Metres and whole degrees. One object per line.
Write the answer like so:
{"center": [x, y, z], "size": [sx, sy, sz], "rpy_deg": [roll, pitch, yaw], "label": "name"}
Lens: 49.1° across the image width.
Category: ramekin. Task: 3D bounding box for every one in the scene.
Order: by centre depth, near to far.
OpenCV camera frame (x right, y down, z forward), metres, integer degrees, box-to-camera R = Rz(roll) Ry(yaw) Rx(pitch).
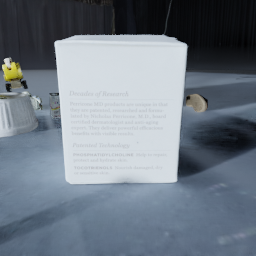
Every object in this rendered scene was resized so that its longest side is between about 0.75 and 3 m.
{"center": [-3.682, -0.437, 7.995], "size": [2.081, 0.969, 2.081], "rpy_deg": [-1, 15, 0], "label": "ramekin"}

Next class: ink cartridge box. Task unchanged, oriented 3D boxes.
{"center": [-2.376, -0.780, 9.687], "size": [0.588, 0.810, 0.586], "rpy_deg": [-6, 18, -20], "label": "ink cartridge box"}

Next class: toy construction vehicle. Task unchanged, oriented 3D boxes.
{"center": [-4.049, -1.354, 7.972], "size": [2.122, 0.858, 2.438], "rpy_deg": [-14, 10, -15], "label": "toy construction vehicle"}

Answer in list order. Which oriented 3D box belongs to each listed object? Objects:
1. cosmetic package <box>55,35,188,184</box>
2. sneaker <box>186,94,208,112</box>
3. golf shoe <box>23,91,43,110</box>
{"center": [-0.109, -0.457, 5.064], "size": [1.890, 2.272, 1.902], "rpy_deg": [0, 21, -1], "label": "cosmetic package"}
{"center": [2.858, -1.024, 10.952], "size": [0.710, 0.662, 1.881], "rpy_deg": [1, 15, -7], "label": "sneaker"}
{"center": [-4.126, -1.026, 11.053], "size": [1.726, 0.676, 0.839], "rpy_deg": [12, 24, 43], "label": "golf shoe"}
